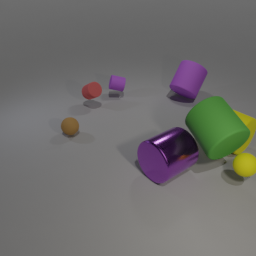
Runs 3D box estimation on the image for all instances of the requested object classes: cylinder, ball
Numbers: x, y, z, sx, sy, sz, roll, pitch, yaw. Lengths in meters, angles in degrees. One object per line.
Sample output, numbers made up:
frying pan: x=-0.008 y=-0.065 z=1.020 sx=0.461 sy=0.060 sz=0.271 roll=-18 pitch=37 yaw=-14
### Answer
cylinder: x=2.938 y=-2.348 z=13.643 sx=1.400 sy=1.400 sz=1.400 roll=26 pitch=-3 yaw=1
ball: x=-2.263 y=-0.072 z=10.936 sx=0.700 sy=0.700 sz=0.700 roll=0 pitch=31 yaw=0
cylinder: x=-0.536 y=-2.203 z=13.809 sx=0.700 sy=0.700 sz=0.700 roll=10 pitch=29 yaw=-13
cylinder: x=1.251 y=0.834 z=8.853 sx=1.400 sy=1.400 sz=1.400 roll=-22 pitch=37 yaw=-33
cylinder: x=-1.644 y=-1.684 z=12.701 sx=0.700 sy=0.700 sz=0.700 roll=-23 pitch=8 yaw=-34
ball: x=3.427 y=1.075 z=8.176 sx=0.700 sy=0.700 sz=0.700 roll=0 pitch=31 yaw=0
cylinder: x=2.674 y=-0.001 z=8.479 sx=1.400 sy=1.400 sz=1.400 roll=-13 pitch=54 yaw=-21
cylinder: x=3.628 y=0.039 z=10.106 sx=1.400 sy=1.400 sz=1.400 roll=-25 pitch=41 yaw=-35
